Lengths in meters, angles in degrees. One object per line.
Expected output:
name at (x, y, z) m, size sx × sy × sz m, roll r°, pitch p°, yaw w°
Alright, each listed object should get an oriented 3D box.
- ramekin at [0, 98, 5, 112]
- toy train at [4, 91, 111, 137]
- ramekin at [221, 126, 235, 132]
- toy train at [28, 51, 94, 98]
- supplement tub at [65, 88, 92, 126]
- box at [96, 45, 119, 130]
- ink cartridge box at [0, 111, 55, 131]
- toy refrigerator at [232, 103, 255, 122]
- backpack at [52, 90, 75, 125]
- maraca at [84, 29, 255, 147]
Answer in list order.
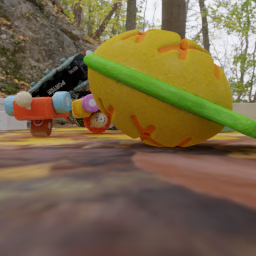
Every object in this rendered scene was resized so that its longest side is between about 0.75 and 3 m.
ramekin at (-4.147, -0.493, 9.226) m, size 1.869 × 0.870 × 1.869 m, roll 0°, pitch 1°, yaw 0°
toy train at (-0.311, -0.182, 4.014) m, size 2.452 × 0.682 × 1.842 m, roll -3°, pitch 3°, yaw 8°
ramekin at (1.258, -0.377, 5.738) m, size 1.760 × 0.860 × 1.760 m, roll 0°, pitch 2°, yaw 0°
toy train at (-1.899, -1.417, 8.204) m, size 2.420 × 1.031 × 1.379 m, roll -29°, pitch 24°, yaw 26°
supplement tub at (-0.995, -0.634, 8.657) m, size 1.962 × 1.202 × 1.202 m, roll 1°, pitch 2°, yaw 24°
box at (-0.040, -0.896, 7.145) m, size 0.530 × 1.818 × 2.655 m, roll 0°, pitch 2°, yaw 18°
ink cartridge box at (-2.304, -0.161, 6.232) m, size 0.691 × 0.407 × 1.200 m, roll 1°, pitch 2°, yaw 38°
toy refrigerator at (2.412, -0.312, 7.234) m, size 1.704 × 0.647 × 0.596 m, roll 0°, pitch 2°, yaw 4°
backpack at (-2.747, -0.827, 10.862) m, size 1.937 × 1.616 × 1.226 m, roll -5°, pitch 4°, yaw 18°
maraca at (0.438, -0.272, 2.503) m, size 1.884 × 1.008 × 1.292 m, roll 28°, pitch 14°, yaw 24°
